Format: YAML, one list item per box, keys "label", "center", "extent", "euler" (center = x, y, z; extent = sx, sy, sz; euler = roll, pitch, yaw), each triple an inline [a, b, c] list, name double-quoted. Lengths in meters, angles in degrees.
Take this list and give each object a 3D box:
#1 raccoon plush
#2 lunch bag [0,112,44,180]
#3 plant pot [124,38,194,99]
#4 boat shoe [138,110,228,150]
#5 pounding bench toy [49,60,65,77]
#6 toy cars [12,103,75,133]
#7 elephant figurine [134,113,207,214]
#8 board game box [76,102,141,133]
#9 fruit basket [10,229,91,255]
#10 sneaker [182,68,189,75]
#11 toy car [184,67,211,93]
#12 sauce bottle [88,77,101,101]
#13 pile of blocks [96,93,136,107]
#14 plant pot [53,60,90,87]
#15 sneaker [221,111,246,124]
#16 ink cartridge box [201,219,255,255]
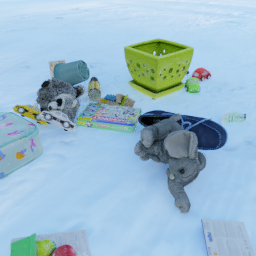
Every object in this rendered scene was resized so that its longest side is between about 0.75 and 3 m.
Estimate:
- label: "raccoon plush"
  center: [-2.000, -1.096, 10.435]
  extent: [1.863, 1.345, 2.780]
  euler: [27, 40, 25]
- label: "lunch bag"
  center: [-4.037, 0.539, 7.848]
  extent: [2.201, 1.058, 2.745]
  euler: [25, 39, 35]
- label: "plant pot"
  center: [1.260, -2.518, 11.977]
  extent: [2.165, 1.965, 2.154]
  euler: [-23, 39, -33]
- label: "boat shoe"
  center: [1.514, 0.145, 8.550]
  extent: [2.878, 1.211, 0.988]
  euler: [10, 12, 42]
- label: "pounding bench toy"
  center: [-3.063, -2.747, 13.483]
  extent: [1.257, 0.781, 0.980]
  euler: [-12, 33, -18]
- label: "toy cars"
  center: [-2.727, -0.446, 9.298]
  extent: [2.516, 1.128, 0.557]
  euler: [13, 75, 31]
- label: "elephant figurine"
  center: [1.343, 0.782, 7.237]
  extent: [1.532, 1.680, 2.165]
  euler: [-2, 28, -45]
- label: "board game box"
  center: [-0.645, -0.402, 10.120]
  extent: [2.040, 0.297, 1.373]
  euler: [7, 32, 12]
- label: "fruit basket"
  center: [-1.406, 2.530, 5.165]
  extent: [1.492, 0.699, 1.382]
  euler: [5, 28, -23]
- label: "sneaker"
  center: [2.687, -2.954, 14.239]
  extent: [0.790, 0.330, 0.477]
  euler: [6, 36, -5]
- label: "toy car"
  center: [2.888, -2.289, 12.957]
  extent: [2.429, 0.542, 2.286]
  euler: [-1, 31, -1]
- label: "sauce bottle"
  center: [-1.442, -1.746, 12.072]
  extent: [0.559, 0.559, 1.727]
  euler: [-2, 31, -4]
- label: "pile of blocks"
  center: [-0.433, -1.132, 10.968]
  extent: [1.601, 0.657, 0.498]
  euler: [8, 32, 14]
- label: "plant pot"
  center: [-2.244, -2.229, 11.436]
  extent: [1.112, 1.136, 1.136]
  euler: [-11, 25, 26]
- label: "sneaker"
  center: [3.781, -0.342, 9.925]
  extent: [0.984, 0.362, 0.580]
  euler: [-20, 31, -33]
- label: "ink cartridge box"
  center: [2.027, 2.317, 5.774]
  extent: [0.931, 0.202, 0.914]
  euler: [1, 31, 5]
